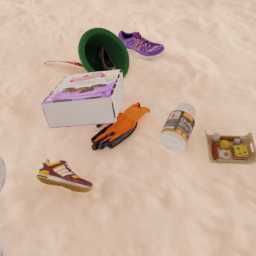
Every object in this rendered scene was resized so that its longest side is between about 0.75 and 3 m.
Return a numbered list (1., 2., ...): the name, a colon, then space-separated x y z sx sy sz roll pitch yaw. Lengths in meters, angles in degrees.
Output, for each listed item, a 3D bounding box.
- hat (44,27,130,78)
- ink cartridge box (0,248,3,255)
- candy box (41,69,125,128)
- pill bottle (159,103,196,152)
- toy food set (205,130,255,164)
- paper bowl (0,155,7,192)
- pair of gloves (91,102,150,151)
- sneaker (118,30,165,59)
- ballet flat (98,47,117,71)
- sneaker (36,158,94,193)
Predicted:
1. hat: -1.569 -2.812 11.786 2.609 2.296 2.161 42 64 -21
2. ink cartridge box: -4.717 3.452 6.170 2.917 1.228 2.109 5 51 4
3. candy box: -1.281 -1.013 8.980 2.079 0.886 2.478 -5 28 9
4. pill bottle: 1.677 -0.061 9.207 0.906 0.906 1.557 20 55 15
5. toy food set: 3.282 0.560 8.982 1.557 0.470 1.117 2 51 2
6. paper bowl: -4.557 1.442 7.838 2.201 1.145 2.201 0 50 0
7. pair of gloves: -0.900 -0.481 9.921 2.759 0.341 2.458 36 61 29
8. sneaker: 0.516 -3.651 12.077 2.201 0.918 0.887 17 53 12
9. ballet flat: -0.826 -2.660 11.260 0.479 0.409 1.440 -13 59 -31
10. sneaker: -1.777 1.333 8.178 1.737 0.651 0.783 12 59 9
